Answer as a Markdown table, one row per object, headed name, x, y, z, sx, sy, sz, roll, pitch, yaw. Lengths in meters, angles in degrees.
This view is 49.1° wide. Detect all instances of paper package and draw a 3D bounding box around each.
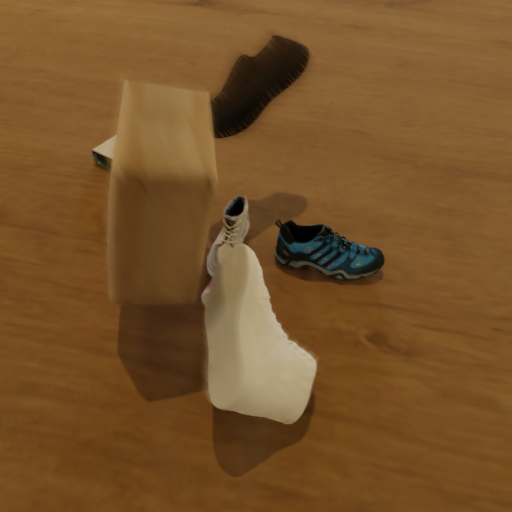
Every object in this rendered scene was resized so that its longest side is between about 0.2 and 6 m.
| name | x | y | z | sx | sy | sz | roll | pitch | yaw |
| --- | --- | --- | --- | --- | --- | --- | --- | --- | --- |
| paper package | -1.462 | -0.952 | 8.461 | 1.358 | 2.502 | 2.625 | 4 | 42 | -12 |

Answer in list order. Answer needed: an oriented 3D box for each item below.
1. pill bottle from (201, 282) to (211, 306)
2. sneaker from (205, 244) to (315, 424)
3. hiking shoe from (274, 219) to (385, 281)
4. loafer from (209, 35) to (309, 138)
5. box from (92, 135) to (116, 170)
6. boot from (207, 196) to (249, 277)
| name | x | y | z | sx | sy | sz | roll | pitch | yaw |
| --- | --- | --- | --- | --- | --- | --- | --- | --- | --- |
| pill bottle | -0.435 | 0.458 | 9.145 | 0.545 | 0.545 | 0.977 | 19 | 48 | 17 |
| sneaker | 0.087 | 1.122 | 7.930 | 1.452 | 0.926 | 2.513 | 28 | 46 | -33 |
| hiking shoe | 1.243 | -0.111 | 9.505 | 1.904 | 0.826 | 0.708 | 7 | 46 | 6 |
| loafer | -0.144 | -2.994 | 9.847 | 2.388 | 0.872 | 0.852 | -42 | 72 | -15 |
| box | -2.264 | -2.114 | 11.831 | 1.956 | 0.355 | 1.412 | 26 | 51 | 25 |
| boot | -0.498 | -0.379 | 9.824 | 0.577 | 0.750 | 1.568 | 9 | 46 | 8 |
